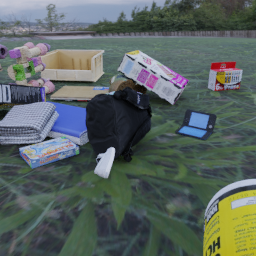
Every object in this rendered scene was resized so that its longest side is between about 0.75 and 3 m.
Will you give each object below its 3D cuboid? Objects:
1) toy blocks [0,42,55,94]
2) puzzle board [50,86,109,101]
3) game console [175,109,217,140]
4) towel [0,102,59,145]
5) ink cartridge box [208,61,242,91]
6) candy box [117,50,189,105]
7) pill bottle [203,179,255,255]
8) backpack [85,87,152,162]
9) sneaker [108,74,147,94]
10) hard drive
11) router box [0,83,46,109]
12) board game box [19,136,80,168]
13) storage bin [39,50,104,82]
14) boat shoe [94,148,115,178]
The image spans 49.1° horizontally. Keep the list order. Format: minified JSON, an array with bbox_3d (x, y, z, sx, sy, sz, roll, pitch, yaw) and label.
[{"bbox_3d":[-4.541,-2.821,12.948,2.442,2.282,2.056,6,29,19],"label":"toy blocks"},{"bbox_3d":[-1.848,-1.524,12.453,2.636,0.229,1.986,2,21,4],"label":"puzzle board"},{"bbox_3d":[2.082,-0.126,8.594,1.010,0.862,0.598,15,0,31],"label":"game console"},{"bbox_3d":[-2.896,-0.185,7.973,1.498,0.641,1.240,-2,40,13],"label":"towel"},{"bbox_3d":[4.669,-2.498,13.435,1.431,1.256,0.600,-7,23,-15],"label":"ink cartridge box"},{"bbox_3d":[1.115,-2.206,11.766,2.696,0.822,1.839,32,27,6],"label":"candy box"},{"bbox_3d":[1.484,1.761,2.808,1.450,1.450,2.579,6,23,14],"label":"pill bottle"},{"bbox_3d":[-0.192,-0.280,7.550,1.392,1.835,2.199,6,17,24],"label":"backpack"},{"bbox_3d":[-0.304,-1.723,11.822,1.334,0.996,2.972,17,21,24],"label":"sneaker"},{"bbox_3d":[-2.136,-0.262,9.134,2.992,0.380,1.974,12,25,27],"label":"hard drive"},{"bbox_3d":[-4.307,-1.004,9.313,2.461,0.643,1.935,-2,3,34],"label":"router box"},{"bbox_3d":[-2.025,0.599,7.253,1.276,0.220,0.863,-17,28,-35],"label":"board game box"},{"bbox_3d":[-3.070,-3.554,15.839,2.974,1.394,2.953,3,22,6],"label":"storage bin"},{"bbox_3d":[-0.474,0.656,5.574,0.325,0.341,0.948,17,30,-3],"label":"boat shoe"}]
